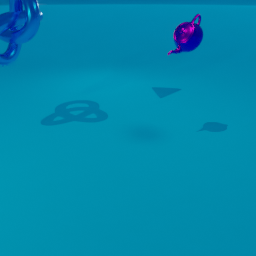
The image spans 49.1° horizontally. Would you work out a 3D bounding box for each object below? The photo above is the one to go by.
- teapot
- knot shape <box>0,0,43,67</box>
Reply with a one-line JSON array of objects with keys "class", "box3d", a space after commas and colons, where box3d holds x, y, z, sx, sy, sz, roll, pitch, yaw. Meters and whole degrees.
[{"class": "teapot", "box3d": [1.259, -1.996, 6.136, 0.522, 1.066, 0.663, 16, 24, -51]}, {"class": "knot shape", "box3d": [-2.749, -2.614, 6.908, 1.934, 0.955, 2.066, -25, 42, 44]}]
